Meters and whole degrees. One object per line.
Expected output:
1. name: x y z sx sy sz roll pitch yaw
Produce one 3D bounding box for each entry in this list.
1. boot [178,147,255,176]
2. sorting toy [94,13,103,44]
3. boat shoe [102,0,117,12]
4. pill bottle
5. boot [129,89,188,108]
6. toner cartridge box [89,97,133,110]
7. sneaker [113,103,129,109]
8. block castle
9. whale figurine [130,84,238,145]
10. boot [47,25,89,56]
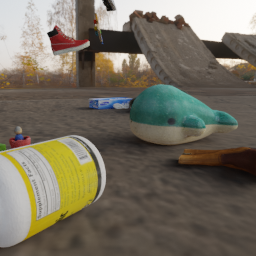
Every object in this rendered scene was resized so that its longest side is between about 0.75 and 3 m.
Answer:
1. boot: 1.593 0.509 4.754 1.447 0.496 1.362 2 11 15
2. sorting toy: -1.029 -3.343 9.338 0.174 0.721 1.280 -10 -19 -1
3. boat shoe: -0.753 -4.780 10.617 0.415 0.504 1.467 -14 -2 7
4. pill bottle: -1.052 0.633 2.879 0.896 0.896 1.609 7 12 35
5. boot: 1.600 -1.351 13.572 2.721 1.086 2.993 -5 5 11
6. toner cartridge box: -0.850 -1.347 15.102 2.252 0.486 1.070 -7 12 -34
7. sneaker: -0.378 -1.092 14.464 0.809 0.304 0.358 5 -3 -11
8. block castle: -2.620 0.353 4.629 1.774 0.832 1.186 6 12 30
9. whale figurine: 1.396 -0.389 7.140 2.709 1.406 2.155 -1 10 -11
10. boot: -2.213 -3.352 10.370 1.439 1.038 0.521 -14 23 -4
